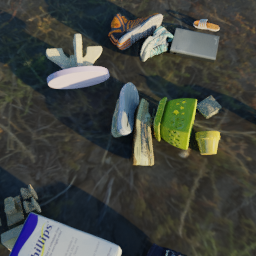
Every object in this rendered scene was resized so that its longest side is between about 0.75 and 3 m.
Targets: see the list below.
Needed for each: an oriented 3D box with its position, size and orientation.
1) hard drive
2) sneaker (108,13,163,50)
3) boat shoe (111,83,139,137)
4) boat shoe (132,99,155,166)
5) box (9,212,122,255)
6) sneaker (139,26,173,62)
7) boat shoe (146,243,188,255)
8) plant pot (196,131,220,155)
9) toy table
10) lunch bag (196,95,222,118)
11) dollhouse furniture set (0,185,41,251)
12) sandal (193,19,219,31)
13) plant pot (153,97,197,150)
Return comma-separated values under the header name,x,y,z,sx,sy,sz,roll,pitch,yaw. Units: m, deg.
name,x,y,z,sx,sy,sz,roll,pitch,yaw
hard drive,2.928,-3.630,12.291,1.960,0.322,1.368,14,65,7
sneaker,0.225,-4.658,12.429,2.566,0.995,1.437,-33,69,-15
boat shoe,-0.180,-0.730,10.605,0.747,0.866,2.407,-23,41,37
boat shoe,0.604,0.145,10.181,0.783,0.916,2.499,6,74,-2
box,-1.540,3.498,7.679,2.494,2.294,1.308,18,65,9
sneaker,1.240,-3.542,12.007,0.879,0.790,2.036,32,68,11
boat shoe,0.714,4.603,8.015,1.168,0.941,2.519,22,62,23
plant pot,2.857,0.544,10.006,0.831,0.831,0.782,0,81,0
toy table,-1.992,-2.460,10.846,2.357,2.167,1.380,-7,77,-31
lunch bag,3.073,-0.765,10.804,0.790,0.465,0.648,-28,67,-18
dollhouse furniture set,-3.501,2.980,8.867,1.545,1.094,1.682,-24,45,-12
sandal,3.624,-4.787,12.848,1.201,0.344,0.460,13,64,6
plant pot,1.662,-0.212,10.048,1.297,1.422,1.429,11,64,13
